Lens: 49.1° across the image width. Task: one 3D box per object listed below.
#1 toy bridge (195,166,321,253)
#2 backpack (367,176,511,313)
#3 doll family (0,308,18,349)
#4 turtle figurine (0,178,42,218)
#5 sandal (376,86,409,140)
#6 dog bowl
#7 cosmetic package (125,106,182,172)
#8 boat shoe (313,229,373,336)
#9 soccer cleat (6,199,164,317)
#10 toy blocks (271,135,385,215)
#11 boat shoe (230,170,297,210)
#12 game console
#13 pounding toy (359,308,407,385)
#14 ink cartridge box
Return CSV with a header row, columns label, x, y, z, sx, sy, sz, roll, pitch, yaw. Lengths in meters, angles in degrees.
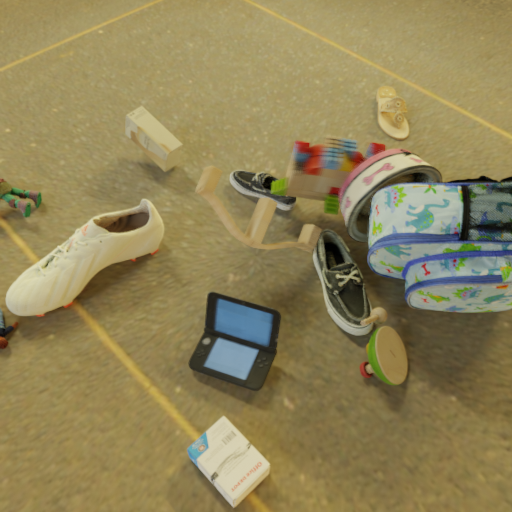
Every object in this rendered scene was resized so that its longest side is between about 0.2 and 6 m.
label,x,y,z,sx,sy,sz,roll,pitch,yaw
toy bridge,0.066,-0.622,10.409,0.375,2.752,0.925,7,72,59
backpack,3.450,-0.159,9.890,2.925,2.676,2.149,4,73,12
doll family,-5.167,1.358,9.978,1.679,0.659,0.970,-22,50,-20
turtle figurine,-5.479,-1.278,11.997,1.517,0.764,1.136,14,53,3
sandal,3.390,-3.765,13.953,0.712,0.638,1.941,-2,52,-2
dog bowl,2.548,-1.218,11.002,2.067,2.067,0.762,-19,58,-14
cosmetic package,-2.332,-2.645,12.714,1.370,0.721,0.487,43,61,11
boat shoe,1.612,0.461,10.609,0.781,0.703,2.209,-13,53,-11
soccer cleat,-3.279,-0.052,10.660,3.278,1.272,1.136,-31,58,-21
toy blocks,1.536,-1.728,11.156,2.264,1.547,1.131,8,63,-2
boat shoe,0.150,-1.578,12.293,1.673,0.567,0.600,30,58,21
game console,-0.388,1.451,9.582,1.401,0.829,1.196,14,55,19
pounding toy,2.058,1.637,9.728,0.999,0.601,1.295,-21,89,-52
ink cartridge box,-0.422,3.177,8.658,0.777,0.452,1.074,-37,60,-25
